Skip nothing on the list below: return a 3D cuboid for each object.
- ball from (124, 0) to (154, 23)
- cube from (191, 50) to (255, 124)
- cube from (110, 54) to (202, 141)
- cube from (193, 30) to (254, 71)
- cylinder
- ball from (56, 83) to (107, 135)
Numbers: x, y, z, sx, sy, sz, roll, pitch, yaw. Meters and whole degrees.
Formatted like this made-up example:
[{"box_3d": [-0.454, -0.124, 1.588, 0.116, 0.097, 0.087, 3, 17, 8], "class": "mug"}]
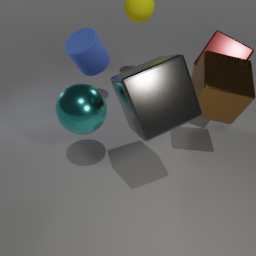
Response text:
[{"box_3d": [0.529, -5.690, 13.157, 1.400, 1.400, 1.400, 0, 32, 0], "class": "ball"}, {"box_3d": [2.638, -1.152, 8.160, 1.400, 1.400, 1.400, 12, 59, -4], "class": "cube"}, {"box_3d": [0.587, -0.735, 6.361, 1.400, 1.400, 1.400, -24, 16, -7], "class": "cube"}, {"box_3d": [3.233, -2.225, 9.783, 1.400, 1.400, 1.400, 35, 0, 13], "class": "cube"}, {"box_3d": [-1.639, -3.108, 11.523, 1.400, 1.400, 1.400, -11, 57, 18], "class": "cylinder"}, {"box_3d": [-1.270, -0.518, 7.714, 1.400, 1.400, 1.400, 0, 32, 0], "class": "ball"}]
